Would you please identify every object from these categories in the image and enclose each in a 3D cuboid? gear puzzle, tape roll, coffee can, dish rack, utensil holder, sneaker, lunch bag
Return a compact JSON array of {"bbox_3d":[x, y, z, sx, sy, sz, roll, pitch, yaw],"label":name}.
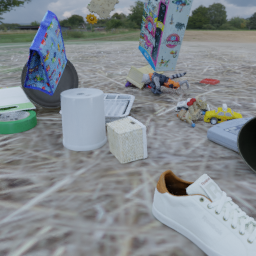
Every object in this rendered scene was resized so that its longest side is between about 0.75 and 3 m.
[{"bbox_3d":[-0.979,-4.246,9.987,0.883,0.223,1.705,28,65,-8],"label":"gear puzzle"},{"bbox_3d":[-3.797,-0.239,9.205,1.520,0.365,1.520,1,21,0],"label":"tape roll"},{"bbox_3d":[-3.085,-2.045,11.311,2.012,2.012,2.749,-5,17,-12],"label":"coffee can"},{"bbox_3d":[-0.981,-0.631,9.928,2.283,0.579,2.660,3,21,6],"label":"dish rack"},{"bbox_3d":[-1.239,-0.276,7.786,1.243,1.462,1.243,-1,21,0],"label":"utensil holder"},{"bbox_3d":[1.370,1.336,4.291,2.351,0.995,0.856,18,26,35],"label":"sneaker"},{"bbox_3d":[-1.962,-1.831,6.724,0.790,1.679,1.264,16,58,-6],"label":"lunch bag"}]

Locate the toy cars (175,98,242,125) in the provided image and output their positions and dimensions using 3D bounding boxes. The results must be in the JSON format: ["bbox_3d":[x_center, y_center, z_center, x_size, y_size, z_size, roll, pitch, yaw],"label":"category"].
[{"bbox_3d":[2.860,-0.697,10.055,1.215,0.600,2.711,-13,25,-32],"label":"toy cars"}]

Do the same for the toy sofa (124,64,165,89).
[{"bbox_3d":[0.930,-2.739,15.063,1.041,1.226,2.513,35,32,15],"label":"toy sofa"}]

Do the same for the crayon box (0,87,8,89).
[{"bbox_3d":[-5.750,-1.358,12.007,1.035,0.425,1.647,19,29,40],"label":"crayon box"}]

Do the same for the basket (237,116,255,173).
[{"bbox_3d":[4.012,0.234,6.457,2.113,1.594,2.344,20,25,39],"label":"basket"}]

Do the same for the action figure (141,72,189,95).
[{"bbox_3d":[1.676,-2.311,13.609,2.109,1.140,2.180,6,20,-9],"label":"action figure"}]

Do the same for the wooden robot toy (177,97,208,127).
[{"bbox_3d":[2.063,-0.597,9.653,0.800,0.777,1.763,-9,22,40],"label":"wooden robot toy"}]

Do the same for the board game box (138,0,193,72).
[{"bbox_3d":[1.281,-3.863,10.519,0.905,2.816,2.077,-7,42,-17],"label":"board game box"}]

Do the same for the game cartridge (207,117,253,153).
[{"bbox_3d":[3.450,0.154,8.169,2.165,0.450,1.442,-12,20,-28],"label":"game cartridge"}]

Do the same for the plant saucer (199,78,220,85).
[{"bbox_3d":[4.566,-2.613,15.625,0.897,0.165,0.895,16,27,34],"label":"plant saucer"}]

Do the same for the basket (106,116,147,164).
[{"bbox_3d":[-0.032,0.303,7.113,0.734,0.913,0.905,-15,25,-21],"label":"basket"}]

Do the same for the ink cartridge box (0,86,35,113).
[{"bbox_3d":[-4.650,-0.803,10.322,1.930,0.636,2.653,-12,31,-28],"label":"ink cartridge box"}]
